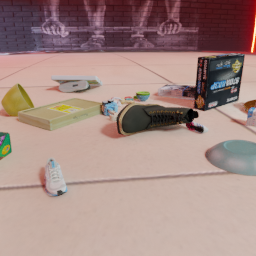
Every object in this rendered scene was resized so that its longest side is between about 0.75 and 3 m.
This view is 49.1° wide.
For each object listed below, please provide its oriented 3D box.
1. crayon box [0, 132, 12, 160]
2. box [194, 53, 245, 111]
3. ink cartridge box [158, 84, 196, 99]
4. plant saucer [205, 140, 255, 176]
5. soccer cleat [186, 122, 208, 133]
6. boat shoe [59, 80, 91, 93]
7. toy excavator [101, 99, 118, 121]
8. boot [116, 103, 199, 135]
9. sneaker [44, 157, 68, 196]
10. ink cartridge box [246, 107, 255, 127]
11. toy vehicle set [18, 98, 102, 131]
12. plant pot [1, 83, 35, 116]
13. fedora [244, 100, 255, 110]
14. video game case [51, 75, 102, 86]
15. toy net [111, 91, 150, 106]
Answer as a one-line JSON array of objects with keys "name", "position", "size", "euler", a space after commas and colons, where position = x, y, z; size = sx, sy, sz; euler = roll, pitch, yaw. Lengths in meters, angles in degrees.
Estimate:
[{"name": "crayon box", "position": [-4.308, 0.526, 7.199], "size": [2.111, 0.615, 1.254], "euler": [4, 20, 11]}, {"name": "box", "position": [4.013, -2.076, 12.258], "size": [2.748, 2.184, 0.632], "euler": [-16, 25, -38]}, {"name": "ink cartridge box", "position": [2.837, -1.962, 14.582], "size": [2.036, 0.446, 2.056], "euler": [8, 20, 23]}, {"name": "plant saucer", "position": [2.990, 0.649, 7.284], "size": [1.867, 0.359, 1.867], "euler": [1, 19, 0]}, {"name": "soccer cleat", "position": [2.301, -0.021, 9.357], "size": [0.368, 0.298, 0.852], "euler": [1, 19, -36]}, {"name": "boat shoe", "position": [-2.866, -2.155, 15.044], "size": [1.756, 0.621, 0.559], "euler": [0, -15, 18]}, {"name": "toy excavator", "position": [-0.609, -0.656, 10.875], "size": [1.056, 0.528, 1.027], "euler": [23, 30, 30]}, {"name": "boot", "position": [0.974, -0.349, 8.910], "size": [1.734, 0.971, 2.507], "euler": [6, 20, 36]}, {"name": "sneaker", "position": [-1.612, 1.008, 6.017], "size": [0.452, 0.522, 1.205], "euler": [-8, 22, -24]}, {"name": "ink cartridge box", "position": [4.609, -0.344, 9.782], "size": [0.758, 0.558, 0.548], "euler": [12, 23, 31]}, {"name": "toy vehicle set", "position": [-2.460, -0.620, 10.821], "size": [1.781, 0.380, 2.866], "euler": [14, 24, 34]}, {"name": "plant pot", "position": [-4.352, -0.986, 10.920], "size": [0.900, 1.268, 1.268], "euler": [-29, 24, -5]}, {"name": "fedora", "position": [6.074, -1.161, 11.301], "size": [2.702, 1.102, 2.702], "euler": [0, 20, 0]}, {"name": "video game case", "position": [-2.795, -2.658, 15.782], "size": [2.421, 0.277, 2.204], "euler": [2, 1, 3]}, {"name": "toy net", "position": [-0.084, -1.397, 12.970], "size": [2.246, 0.434, 1.178], "euler": [-13, 23, -32]}]
